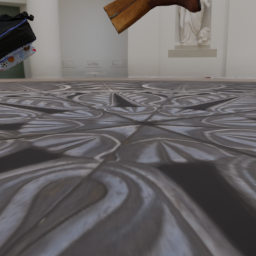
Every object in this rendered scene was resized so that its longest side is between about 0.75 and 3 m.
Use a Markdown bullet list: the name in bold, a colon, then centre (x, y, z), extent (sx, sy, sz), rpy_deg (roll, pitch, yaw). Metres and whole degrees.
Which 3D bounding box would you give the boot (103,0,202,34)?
- **boot**: centre (0.425, -2.325, 5.354), extent (1.573, 1.481, 0.539), rpy_deg (-32, -27, 0)

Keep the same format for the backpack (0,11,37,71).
- **backpack**: centre (-2.738, -1.932, 6.134), extent (1.339, 1.031, 1.275), rpy_deg (-37, 49, -25)
